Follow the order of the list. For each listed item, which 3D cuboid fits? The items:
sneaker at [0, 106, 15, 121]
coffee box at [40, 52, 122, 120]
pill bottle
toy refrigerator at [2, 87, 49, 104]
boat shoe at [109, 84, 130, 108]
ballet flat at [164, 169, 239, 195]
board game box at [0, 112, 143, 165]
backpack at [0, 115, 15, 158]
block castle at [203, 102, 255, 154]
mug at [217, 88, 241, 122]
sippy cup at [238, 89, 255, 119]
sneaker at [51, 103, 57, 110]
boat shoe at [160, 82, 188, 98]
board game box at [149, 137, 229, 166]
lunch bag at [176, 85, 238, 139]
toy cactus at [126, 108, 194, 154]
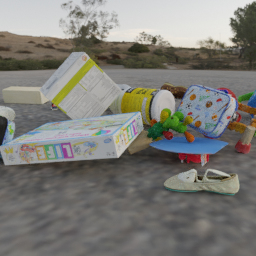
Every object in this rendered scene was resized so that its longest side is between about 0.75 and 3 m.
[{"bbox_3d":[-4.606,-0.077,9.065,0.967,0.897,2.387,20,27,27],"label":"sneaker"},{"bbox_3d":[-1.740,-1.359,10.111,1.910,1.932,1.929,42,-4,-26],"label":"coffee box"},{"bbox_3d":[0.463,-0.871,10.815,2.429,1.352,1.352,11,18,39],"label":"pill bottle"},{"bbox_3d":[-5.582,-1.770,15.371,2.317,0.811,0.880,3,22,13],"label":"toy refrigerator"},{"bbox_3d":[-0.525,-1.419,13.482,1.159,1.005,2.719,-30,-10,26],"label":"boat shoe"},{"bbox_3d":[1.426,1.002,5.491,1.426,0.445,0.481,2,15,9],"label":"ballet flat"},{"bbox_3d":[-1.316,0.231,7.033,2.983,0.511,2.005,-6,15,21],"label":"board game box"},{"bbox_3d":[-3.590,0.216,7.109,1.343,1.229,0.987,10,-4,39],"label":"backpack"},{"bbox_3d":[3.221,-0.049,8.452,1.399,0.982,2.093,25,31,26],"label":"block castle"},{"bbox_3d":[3.390,-0.813,10.913,1.888,1.259,1.676,-16,20,-38],"label":"mug"},{"bbox_3d":[5.593,-0.988,11.237,1.512,1.620,2.064,-28,-5,-40],"label":"sippy cup"},{"bbox_3d":[-3.589,-1.101,13.619,0.325,0.366,0.866,-6,16,-23],"label":"sneaker"},{"bbox_3d":[2.911,-2.136,17.066,2.218,0.798,0.749,22,59,38],"label":"boat shoe"},{"bbox_3d":[1.560,0.596,7.187,1.662,0.409,2.103,6,9,32],"label":"board game box"},{"bbox_3d":[2.130,-0.500,7.579,0.599,1.270,1.585,25,5,-41],"label":"lunch bag"},{"bbox_3d":[0.780,0.183,7.570,1.779,1.103,2.156,-31,7,-6],"label":"toy cactus"}]
